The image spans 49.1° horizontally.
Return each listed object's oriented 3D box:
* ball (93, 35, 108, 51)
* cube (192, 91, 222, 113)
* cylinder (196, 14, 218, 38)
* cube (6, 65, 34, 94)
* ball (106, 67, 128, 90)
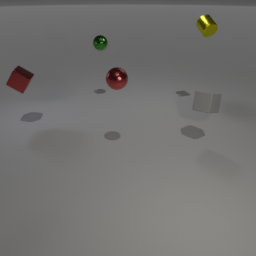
[{"bbox_3d":[-1.307,-4.026,13.261,0.700,0.700,0.700,0,27,0],"label":"ball"},{"bbox_3d":[2.834,-0.939,10.045,0.700,0.700,0.700,-7,18,-45],"label":"cube"},{"bbox_3d":[3.433,-4.440,12.192,0.700,0.700,0.700,-10,59,-19],"label":"cylinder"},{"bbox_3d":[-4.207,-1.899,10.962,0.700,0.700,0.700,29,22,-18],"label":"cube"},{"bbox_3d":[-0.346,-1.537,8.739,0.700,0.700,0.700,0,27,0],"label":"ball"}]
